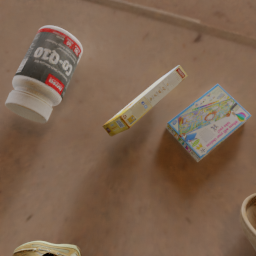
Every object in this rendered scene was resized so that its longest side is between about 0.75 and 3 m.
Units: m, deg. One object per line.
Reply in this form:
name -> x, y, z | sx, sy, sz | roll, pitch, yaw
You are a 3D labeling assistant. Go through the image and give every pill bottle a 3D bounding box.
pill bottle -> -2.135, -1.349, 7.198 | 1.273, 1.273, 2.235 | 17, 72, 6

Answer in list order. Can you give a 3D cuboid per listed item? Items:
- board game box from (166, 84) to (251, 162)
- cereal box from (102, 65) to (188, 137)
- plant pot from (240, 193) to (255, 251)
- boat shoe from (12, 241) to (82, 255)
board game box -> 2.078, -0.165, 7.271 | 1.838, 0.315, 1.236 | -36, 73, -13
cereal box -> 0.374, -0.607, 6.650 | 1.962, 1.411, 0.388 | -41, 96, -20
plant pot -> 3.384, 2.325, 5.700 | 2.200, 2.200, 1.015 | 3, 111, 1
boat shoe -> -1.800, 2.743, 5.922 | 1.540, 0.587, 0.552 | -8, 91, 9
